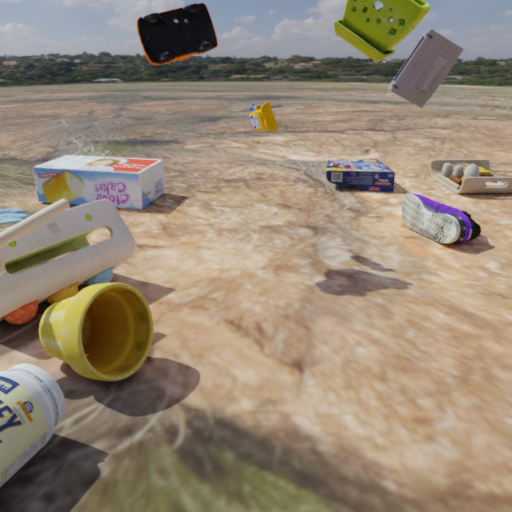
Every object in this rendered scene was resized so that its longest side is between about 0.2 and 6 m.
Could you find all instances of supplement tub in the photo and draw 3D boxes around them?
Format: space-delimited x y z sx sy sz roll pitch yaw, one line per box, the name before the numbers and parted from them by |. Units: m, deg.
supplement tub | -2.441 1.617 5.163 0.871 0.871 1.201 8 23 19

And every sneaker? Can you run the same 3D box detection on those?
sneaker | 3.805 -0.742 11.481 0.985 0.689 1.980 -2 25 -20

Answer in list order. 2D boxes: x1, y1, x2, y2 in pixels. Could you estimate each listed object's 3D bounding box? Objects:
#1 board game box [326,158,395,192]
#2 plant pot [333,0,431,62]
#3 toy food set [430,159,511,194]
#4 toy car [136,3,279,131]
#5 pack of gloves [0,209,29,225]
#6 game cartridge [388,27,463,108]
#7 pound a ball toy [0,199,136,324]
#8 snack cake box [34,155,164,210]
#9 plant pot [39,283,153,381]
board game box | 2.818 -2.250 15.287 1.779 0.549 1.778 3 21 9
plant pot | 2.018 -3.915 9.205 1.194 1.089 1.200 37 32 4
toy food set | 5.926 -2.253 15.035 1.742 0.733 2.427 -1 22 -3
toy car | -0.921 -3.002 9.707 1.353 2.758 0.918 -40 20 -14
pack of gloves | -5.464 -0.197 10.579 2.422 0.478 2.034 -14 32 -18
game cartridge | 3.117 -3.434 10.313 0.810 1.249 0.240 20 32 -22
pound a ball toy | -2.991 0.105 8.020 1.936 1.261 2.969 -28 2 38
snack cake box | -3.805 -1.856 13.808 2.710 0.910 1.558 5 20 11
plant pot | -2.017 0.904 6.793 1.069 1.136 1.136 -3 16 35
